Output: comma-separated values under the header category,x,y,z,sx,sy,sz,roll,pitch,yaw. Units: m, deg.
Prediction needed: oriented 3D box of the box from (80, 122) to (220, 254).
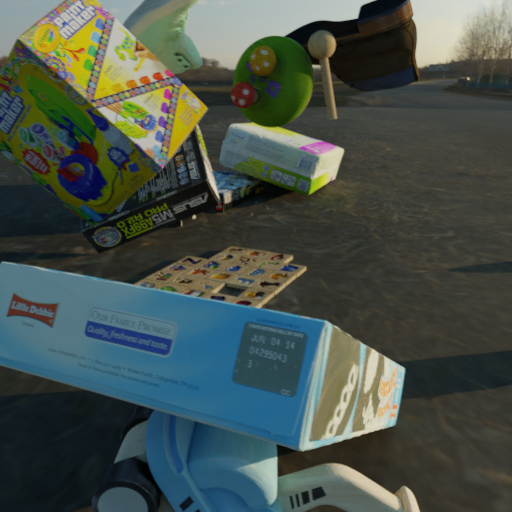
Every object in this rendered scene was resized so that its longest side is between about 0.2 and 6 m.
category,x,y,z,sx,sy,sz,roll,pitch,yaw
box,-2.194,-1.746,11.018,2.494,0.689,3.113,-22,47,5

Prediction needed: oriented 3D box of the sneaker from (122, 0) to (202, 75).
category,x,y,z,sx,sy,sz,roll,pitch,yaw
sneaker,-1.068,-3.416,8.312,1.177,0.734,1.995,28,-27,-35

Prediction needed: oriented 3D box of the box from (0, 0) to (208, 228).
category,x,y,z,sx,sy,sz,roll,pitch,yaw
box,-2.107,-1.719,7.045,2.051,1.975,1.251,-27,28,48

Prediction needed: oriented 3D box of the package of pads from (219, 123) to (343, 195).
category,x,y,z,sx,sy,sz,roll,pitch,yaw
package of pads,0.761,-2.825,15.623,2.715,1.198,3.514,21,19,12

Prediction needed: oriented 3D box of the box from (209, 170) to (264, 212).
category,x,y,z,sx,sy,sz,roll,pitch,yaw
box,-1.055,-1.742,14.575,1.744,0.508,2.547,11,21,22

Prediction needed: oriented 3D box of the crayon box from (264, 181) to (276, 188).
category,x,y,z,sx,sy,sz,roll,pitch,yaw
crayon box,0.278,-2.319,16.521,0.729,0.292,1.149,-16,30,-41

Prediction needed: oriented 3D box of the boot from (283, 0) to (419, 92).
category,x,y,z,sx,sy,sz,roll,pitch,yaw
boot,1.387,-3.314,9.663,2.866,1.389,1.071,-6,40,32

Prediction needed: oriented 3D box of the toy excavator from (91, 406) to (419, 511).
category,x,y,z,sx,sy,sz,roll,pitch,yaw
toy excavator,0.060,1.635,3.872,1.764,1.716,0.881,-26,14,12

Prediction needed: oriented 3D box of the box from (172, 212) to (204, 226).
category,x,y,z,sx,sy,sz,roll,pitch,yaw
box,-2.204,-1.636,12.596,1.954,1.600,0.841,10,20,30

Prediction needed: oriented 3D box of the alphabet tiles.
category,x,y,z,sx,sy,sz,roll,pitch,yaw
alphabet tiles,-0.474,0.303,9.262,2.134,0.096,2.553,9,20,26

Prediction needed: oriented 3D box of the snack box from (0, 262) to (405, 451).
category,x,y,z,sx,sy,sz,roll,pitch,yaw
snack box,-0.055,0.842,4.331,1.986,0.634,3.418,8,-11,22

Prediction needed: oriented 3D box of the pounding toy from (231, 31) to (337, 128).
category,x,y,z,sx,sy,sz,roll,pitch,yaw
pounding toy,0.266,-2.818,8.908,1.907,1.472,0.885,5,11,31
